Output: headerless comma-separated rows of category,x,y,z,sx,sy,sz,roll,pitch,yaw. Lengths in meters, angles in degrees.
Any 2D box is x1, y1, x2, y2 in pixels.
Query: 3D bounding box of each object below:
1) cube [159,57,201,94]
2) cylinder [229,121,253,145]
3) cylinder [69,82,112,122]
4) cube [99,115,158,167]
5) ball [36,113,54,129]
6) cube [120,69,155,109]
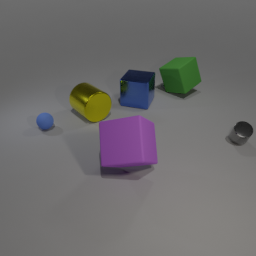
cube,2.728,-2.759,14.572,1.400,1.400,1.400,-37,30,-27
cylinder,4.317,0.202,10.701,0.700,0.700,0.700,-1,62,2
cylinder,-1.679,-1.164,12.487,1.400,1.400,1.400,-22,38,-32
cube,0.034,0.489,8.913,1.400,1.400,1.400,-8,-12,22
ball,-3.451,-0.292,11.649,0.700,0.700,0.700,0,31,0
cube,0.483,-1.910,13.696,1.400,1.400,1.400,9,34,15
